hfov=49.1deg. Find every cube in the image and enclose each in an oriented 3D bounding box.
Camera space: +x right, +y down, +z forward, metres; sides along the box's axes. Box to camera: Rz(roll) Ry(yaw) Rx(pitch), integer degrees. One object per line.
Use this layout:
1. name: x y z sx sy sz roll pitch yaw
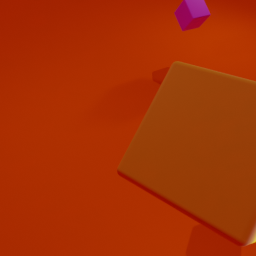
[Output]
1. cube: 2.078 -3.708 9.103 0.719 0.719 0.719 -20 83 -21
2. cube: 0.855 0.268 2.720 1.188 1.188 1.188 25 84 33
